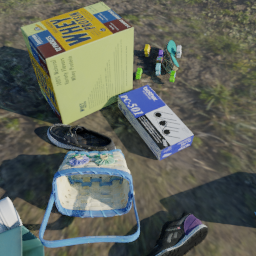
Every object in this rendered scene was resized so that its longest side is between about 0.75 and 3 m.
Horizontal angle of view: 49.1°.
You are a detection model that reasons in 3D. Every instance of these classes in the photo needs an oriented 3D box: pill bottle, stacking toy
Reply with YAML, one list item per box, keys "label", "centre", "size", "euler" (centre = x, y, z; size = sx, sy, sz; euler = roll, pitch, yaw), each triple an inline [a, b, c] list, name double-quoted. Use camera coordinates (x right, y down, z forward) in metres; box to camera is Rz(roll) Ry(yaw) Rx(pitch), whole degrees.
- label: "pill bottle"
  centre: [-3.700, 2.558, 6.995]
  size: [1.807, 1.033, 1.033]
  euler: [-28, 56, -21]
- label: "stacking toy"
  centre: [1.303, -2.669, 11.621]
  size: [1.549, 0.483, 2.055]
  euler: [7, 57, 16]

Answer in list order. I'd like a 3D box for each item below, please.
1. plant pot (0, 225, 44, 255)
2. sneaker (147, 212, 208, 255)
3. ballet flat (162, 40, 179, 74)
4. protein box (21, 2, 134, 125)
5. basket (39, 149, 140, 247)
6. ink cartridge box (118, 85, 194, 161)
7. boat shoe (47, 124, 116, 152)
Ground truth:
- label: "plant pot"
  centre: [-3.053, 3.322, 6.178]
  size: [2.018, 1.426, 1.426]
  euler: [-15, 52, -4]
- label: "sneaker"
  centre: [1.059, 2.866, 7.115]
  size: [1.884, 0.713, 0.825]
  euler: [-25, 37, -21]
- label: "ballet flat"
  centre: [1.699, -2.974, 11.815]
  size: [0.631, 0.700, 1.860]
  euler: [31, 42, -32]
- label: "protein box"
  centre: [-1.569, -2.200, 9.680]
  size: [2.933, 2.912, 1.979]
  euler: [-28, 56, -21]
- label: "basket"
  centre: [-0.939, 1.752, 7.158]
  size: [2.266, 1.787, 2.570]
  euler: [-3, 41, -4]
- label: "ink cartridge box"
  centre: [0.862, -0.278, 9.602]
  size: [1.290, 0.607, 2.743]
  euler: [-23, 54, -19]
- label: "boat shoe"
  centre: [-1.535, 0.295, 8.990]
  size: [2.476, 0.820, 0.866]
  euler: [22, 54, 17]
